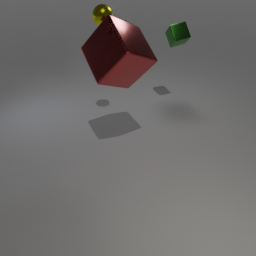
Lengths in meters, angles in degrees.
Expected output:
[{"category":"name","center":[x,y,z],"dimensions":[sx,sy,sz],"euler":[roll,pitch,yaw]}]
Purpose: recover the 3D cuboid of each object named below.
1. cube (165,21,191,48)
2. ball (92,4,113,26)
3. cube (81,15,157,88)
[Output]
[{"category":"cube","center":[2.042,-3.827,11.488],"dimensions":[0.700,0.700,0.700],"euler":[-18,-2,-10]},{"category":"ball","center":[-0.828,-3.693,9.203],"dimensions":[0.700,0.700,0.700],"euler":[0,33,0]},{"category":"cube","center":[-0.271,-2.191,8.339],"dimensions":[1.400,1.400,1.400],"euler":[-2,60,-50]}]
